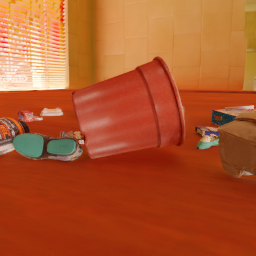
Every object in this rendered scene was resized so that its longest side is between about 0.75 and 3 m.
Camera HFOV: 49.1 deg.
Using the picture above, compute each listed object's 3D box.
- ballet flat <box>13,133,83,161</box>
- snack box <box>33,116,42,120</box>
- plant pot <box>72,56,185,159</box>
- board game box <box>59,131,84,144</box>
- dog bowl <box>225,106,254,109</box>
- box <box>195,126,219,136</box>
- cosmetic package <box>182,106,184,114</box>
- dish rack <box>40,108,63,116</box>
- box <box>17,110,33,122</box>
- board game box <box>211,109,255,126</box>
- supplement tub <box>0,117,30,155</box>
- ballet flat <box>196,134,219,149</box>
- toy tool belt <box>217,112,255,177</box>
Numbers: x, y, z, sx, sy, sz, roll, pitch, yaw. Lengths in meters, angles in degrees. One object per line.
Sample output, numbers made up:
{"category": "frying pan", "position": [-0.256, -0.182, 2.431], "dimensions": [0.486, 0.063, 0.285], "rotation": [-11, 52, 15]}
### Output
{"category": "ballet flat", "position": [-2.026, 0.534, 7.212], "dimensions": [1.943, 0.699, 0.699], "rotation": [4, 11, 20]}
{"category": "snack box", "position": [-4.655, -0.501, 13.997], "dimensions": [0.354, 0.120, 0.986], "rotation": [-9, 14, -41]}
{"category": "plant pot", "position": [-0.080, -0.367, 7.159], "dimensions": [2.322, 2.388, 2.388], "rotation": [-15, 12, -4]}
{"category": "board game box", "position": [-1.879, 0.314, 9.389], "dimensions": [0.829, 0.157, 1.611], "rotation": [-1, 10, -12]}
{"category": "dog bowl", "position": [5.596, -0.814, 14.061], "dimensions": [1.347, 0.531, 1.347], "rotation": [-4, 3, 0]}
{"category": "box", "position": [3.243, 0.136, 10.080], "dimensions": [1.445, 0.234, 0.875], "rotation": [1, 10, -3]}
{"category": "cosmetic package", "position": [2.176, -0.877, 14.392], "dimensions": [1.184, 0.726, 2.868], "rotation": [2, 10, 5]}
{"category": "dish rack", "position": [-4.321, -0.926, 15.873], "dimensions": [1.244, 0.315, 1.449], "rotation": [-2, 11, -13]}
{"category": "box", "position": [-4.954, -0.583, 13.514], "dimensions": [0.433, 0.452, 0.907], "rotation": [-9, 14, -41]}
{"category": "board game box", "position": [5.026, -0.371, 11.799], "dimensions": [2.207, 0.630, 2.254], "rotation": [-2, 10, -7]}
{"category": "supplement tub", "position": [-3.487, 0.230, 7.535], "dimensions": [0.972, 0.972, 1.818], "rotation": [3, 11, 18]}
{"category": "ballet flat", "position": [2.411, 0.378, 8.400], "dimensions": [1.063, 0.374, 0.358], "rotation": [-9, 13, -39]}
{"category": "toy tool belt", "position": [2.982, 0.388, 5.405], "dimensions": [1.452, 1.475, 2.363], "rotation": [-13, 15, -21]}
